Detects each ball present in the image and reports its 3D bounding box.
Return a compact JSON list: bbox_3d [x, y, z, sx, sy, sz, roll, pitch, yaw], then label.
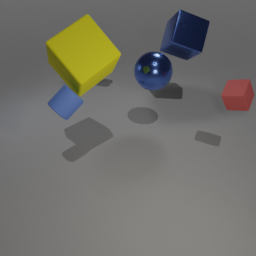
[{"bbox_3d":[0.919,-2.061,10.183,1.400,1.400,1.400,0,32,0],"label":"ball"}]

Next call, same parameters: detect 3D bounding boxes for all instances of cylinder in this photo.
[{"bbox_3d":[-1.685,-0.694,7.603,0.700,0.700,0.700,-47,43,-1],"label":"cylinder"}]

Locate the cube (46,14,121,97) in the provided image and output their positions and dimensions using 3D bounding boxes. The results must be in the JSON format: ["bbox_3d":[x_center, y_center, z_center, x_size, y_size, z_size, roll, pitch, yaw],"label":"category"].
[{"bbox_3d":[-1.265,-1.946,7.819,1.400,1.400,1.400,-41,2,-15],"label":"cube"}]

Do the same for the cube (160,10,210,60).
[{"bbox_3d":[2.367,-3.875,11.871,1.400,1.400,1.400,16,-3,-13],"label":"cube"}]

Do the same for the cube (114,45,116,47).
[{"bbox_3d":[-1.108,-3.795,13.740,0.700,0.700,0.700,16,11,17],"label":"cube"}]

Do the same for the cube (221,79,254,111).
[{"bbox_3d":[3.422,-1.020,8.717,0.700,0.700,0.700,6,55,42],"label":"cube"}]
